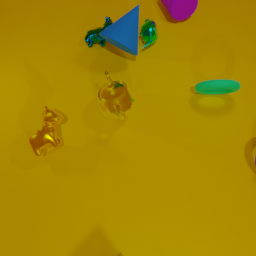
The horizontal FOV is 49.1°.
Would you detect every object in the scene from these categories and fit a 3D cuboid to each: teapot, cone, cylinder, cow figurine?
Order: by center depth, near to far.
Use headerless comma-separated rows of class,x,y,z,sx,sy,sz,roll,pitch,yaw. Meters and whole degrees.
cow figurine,-2.416,0.080,8.107,1.280,0.703,1.260,-27,101,2
teapot,-0.416,-0.980,8.726,1.297,1.021,2.085,-21,47,3
cone,0.016,-3.371,9.183,1.446,1.446,1.452,30,98,14
teapot,0.733,-3.425,10.153,0.639,0.811,1.304,-6,68,18
cow figurine,-1.009,-3.534,10.288,1.123,0.616,1.105,0,65,20
cylinder,1.906,-4.850,10.572,1.103,1.103,1.103,-17,56,-8

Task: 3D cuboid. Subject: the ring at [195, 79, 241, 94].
ring,2.815,-1.282,8.834,1.380,1.380,0.276,0,88,0
